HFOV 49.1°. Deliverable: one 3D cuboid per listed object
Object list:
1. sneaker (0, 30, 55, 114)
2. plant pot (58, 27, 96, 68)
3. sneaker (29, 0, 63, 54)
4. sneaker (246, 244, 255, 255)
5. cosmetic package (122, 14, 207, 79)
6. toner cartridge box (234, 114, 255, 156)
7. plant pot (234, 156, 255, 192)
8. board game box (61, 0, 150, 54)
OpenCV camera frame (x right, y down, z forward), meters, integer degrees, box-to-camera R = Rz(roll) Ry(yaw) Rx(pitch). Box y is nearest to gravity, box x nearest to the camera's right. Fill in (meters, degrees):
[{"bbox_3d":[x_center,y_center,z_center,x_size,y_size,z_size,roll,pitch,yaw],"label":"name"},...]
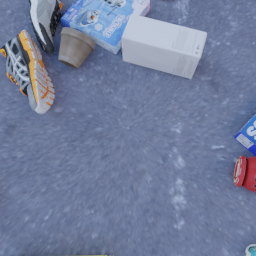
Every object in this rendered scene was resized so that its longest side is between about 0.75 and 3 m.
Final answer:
[{"bbox_3d":[-3.226,-1.680,8.918,1.144,1.159,2.962,-24,67,3],"label":"sneaker"},{"bbox_3d":[-1.779,-2.565,9.240,1.163,1.163,1.009,21,89,7],"label":"plant pot"},{"bbox_3d":[-2.780,-3.873,9.675,1.117,1.041,2.817,-9,70,-8],"label":"sneaker"},{"bbox_3d":[3.913,3.381,7.294,1.554,0.619,0.602,2,71,0],"label":"sneaker"},{"bbox_3d":[1.102,-2.597,9.049,2.459,1.323,1.043,18,72,5],"label":"cosmetic package"},{"bbox_3d":[4.682,-0.268,8.600,2.713,0.586,1.288,-43,76,-14],"label":"toner cartridge box"},{"bbox_3d":[3.517,1.279,7.863,0.925,1.016,1.016,11,71,14],"label":"plant pot"},{"bbox_3d":[-0.772,-4.066,9.979,2.285,0.498,2.297,30,74,11],"label":"board game box"}]
